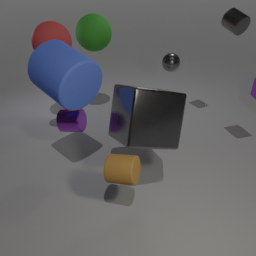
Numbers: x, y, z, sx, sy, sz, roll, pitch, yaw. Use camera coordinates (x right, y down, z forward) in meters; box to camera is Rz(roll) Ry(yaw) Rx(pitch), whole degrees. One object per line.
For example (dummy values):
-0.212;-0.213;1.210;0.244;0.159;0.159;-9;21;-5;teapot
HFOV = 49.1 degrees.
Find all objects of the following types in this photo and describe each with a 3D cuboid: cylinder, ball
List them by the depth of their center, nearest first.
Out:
-0.127;0.982;6.658;0.700;0.700;0.700;2;28;19;cylinder
-1.632;-1.382;7.313;1.400;1.400;1.400;36;44;28;cylinder
-1.701;-0.229;8.505;0.700;0.700;0.700;-1;28;15;cylinder
3.752;-3.704;9.757;0.700;0.700;0.700;-18;53;-28;cylinder
-2.715;-3.078;9.997;1.400;1.400;1.400;0;29;0;ball
1.648;-2.508;10.723;0.700;0.700;0.700;0;29;0;ball
-1.326;-3.681;10.831;1.400;1.400;1.400;0;29;0;ball

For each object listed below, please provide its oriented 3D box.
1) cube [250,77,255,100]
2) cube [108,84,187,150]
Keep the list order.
4.571;-1.256;9.147;0.700;0.700;0.700;-14;43;-8;cube
0.440;-0.309;7.140;1.400;1.400;1.400;4;10;-24;cube
